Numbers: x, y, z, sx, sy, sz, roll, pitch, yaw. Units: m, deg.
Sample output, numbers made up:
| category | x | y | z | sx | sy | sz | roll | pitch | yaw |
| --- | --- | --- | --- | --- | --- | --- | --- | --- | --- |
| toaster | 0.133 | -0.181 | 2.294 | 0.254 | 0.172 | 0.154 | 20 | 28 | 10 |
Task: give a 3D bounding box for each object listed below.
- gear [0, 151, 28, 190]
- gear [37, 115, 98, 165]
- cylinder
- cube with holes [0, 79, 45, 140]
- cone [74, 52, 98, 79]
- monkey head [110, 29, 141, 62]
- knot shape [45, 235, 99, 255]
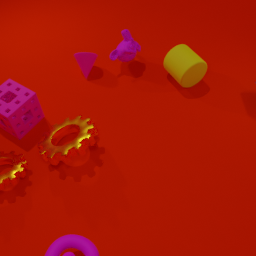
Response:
| category | x | y | z | sx | sy | sz | roll | pitch | yaw |
| --- | --- | --- | --- | --- | --- | --- | --- | --- | --- |
| gear | -3.491 | 1.149 | 7.733 | 1.338 | 0.247 | 1.338 | 0 | 35 | 0 |
| gear | -1.755 | 0.312 | 8.151 | 1.735 | 0.321 | 1.735 | -14 | 38 | 11 |
| cylinder | 2.005 | -2.177 | 9.863 | 1.107 | 1.107 | 1.107 | -24 | 57 | -17 |
| cube with holes | -3.525 | -0.579 | 8.703 | 1.128 | 1.128 | 1.128 | 28 | 58 | 19 |
| cone | -1.527 | -2.214 | 10.186 | 0.858 | 0.858 | 0.861 | -1 | 92 | -1 |
| monkey head | -0.104 | -2.978 | 10.278 | 0.880 | 1.050 | 1.460 | -17 | 14 | 41 |
| knot shape | -1.357 | 2.977 | 5.800 | 0.860 | 1.862 | 1.742 | 54 | 40 | -9 |
